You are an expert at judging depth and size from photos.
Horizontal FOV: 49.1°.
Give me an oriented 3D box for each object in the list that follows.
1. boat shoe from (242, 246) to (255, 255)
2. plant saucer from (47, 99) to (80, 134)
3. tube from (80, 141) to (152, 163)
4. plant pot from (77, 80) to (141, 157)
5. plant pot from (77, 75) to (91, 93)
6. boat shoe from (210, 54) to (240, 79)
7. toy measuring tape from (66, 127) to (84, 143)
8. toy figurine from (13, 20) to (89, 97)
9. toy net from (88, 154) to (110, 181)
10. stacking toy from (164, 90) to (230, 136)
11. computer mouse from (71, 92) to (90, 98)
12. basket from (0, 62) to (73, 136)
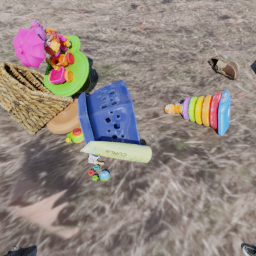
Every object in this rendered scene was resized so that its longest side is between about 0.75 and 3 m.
[{"bbox_3d":[3.328,3.247,7.089,0.833,0.265,0.294,30,48,30],"label":"boat shoe"},{"bbox_3d":[-2.419,-0.530,11.088,1.792,0.289,1.792,-13,45,13],"label":"plant saucer"},{"bbox_3d":[-0.271,0.619,7.506,1.897,0.551,0.493,11,20,-29],"label":"tube"},{"bbox_3d":[-0.721,-0.275,9.846,1.840,2.046,2.046,-13,33,-5],"label":"plant pot"},{"bbox_3d":[-2.358,-2.153,13.040,1.021,1.021,0.725,-25,19,-27],"label":"plant pot"},{"bbox_3d":[4.850,-3.043,14.142,0.836,0.882,2.329,-10,32,-6],"label":"boat shoe"},{"bbox_3d":[-1.628,0.150,10.515,1.546,0.569,0.569,-31,49,-28],"label":"toy measuring tape"},{"bbox_3d":[-2.965,-2.912,10.362,2.130,2.611,2.837,-4,72,22],"label":"toy figurine"},{"bbox_3d":[-1.089,1.330,9.404,0.639,0.235,1.218,-20,43,-18],"label":"toy net"},{"bbox_3d":[2.692,-0.740,11.215,2.597,1.425,1.507,7,43,27],"label":"stacking toy"},{"bbox_3d":[-3.096,-1.449,12.342,2.914,0.639,1.598,21,46,23],"label":"computer mouse"},{"bbox_3d":[-4.009,-1.587,10.948,2.178,2.087,2.924,-42,52,-10],"label":"basket"}]
